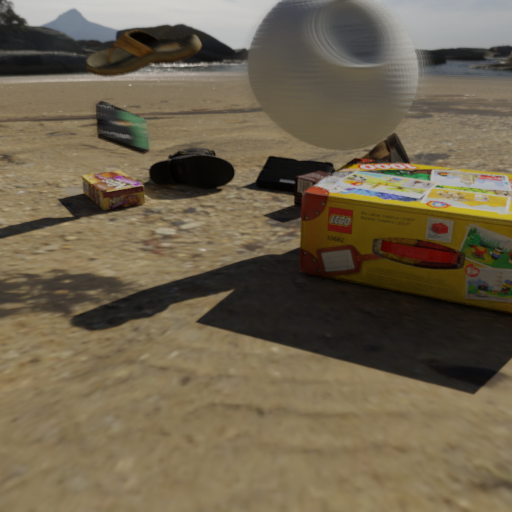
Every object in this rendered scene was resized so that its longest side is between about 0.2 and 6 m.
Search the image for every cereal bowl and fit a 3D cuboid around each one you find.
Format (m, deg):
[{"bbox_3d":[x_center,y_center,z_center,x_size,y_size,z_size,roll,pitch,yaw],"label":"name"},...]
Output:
[{"bbox_3d":[0.952,-2.241,6.296,1.996,1.996,0.831,-7,-18,-17],"label":"cereal bowl"}]

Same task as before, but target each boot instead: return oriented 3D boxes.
[{"bbox_3d":[3.240,-2.056,14.171,1.244,1.214,3.297,-25,20,21],"label":"boot"},{"bbox_3d":[-1.531,-2.536,15.111,2.485,0.860,2.164,3,23,14],"label":"boot"}]

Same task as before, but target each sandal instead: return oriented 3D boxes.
[{"bbox_3d":[-1.910,-3.481,9.331,1.960,0.529,0.787,-9,44,7],"label":"sandal"}]

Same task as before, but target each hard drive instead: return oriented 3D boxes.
[{"bbox_3d":[-2.988,-2.851,12.542,0.237,0.876,1.254,-22,-22,37],"label":"hard drive"}]

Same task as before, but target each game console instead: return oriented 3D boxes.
[{"bbox_3d":[1.141,-1.971,14.650,1.817,1.057,1.598,10,55,25],"label":"game console"}]

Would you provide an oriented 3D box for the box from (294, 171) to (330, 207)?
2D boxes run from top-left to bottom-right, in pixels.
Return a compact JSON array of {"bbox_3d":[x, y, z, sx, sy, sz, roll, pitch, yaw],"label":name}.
[{"bbox_3d":[1.394,-1.491,12.831,0.833,0.684,0.691,-18,29,-37],"label":"box"}]

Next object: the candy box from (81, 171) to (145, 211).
[{"bbox_3d":[-3.416,-1.577,13.311,0.996,0.482,1.708,-13,25,-28],"label":"candy box"}]

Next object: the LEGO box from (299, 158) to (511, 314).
[{"bbox_3d":[3.001,-0.507,9.466,3.776,1.457,2.812,11,25,24],"label":"LEGO box"}]
